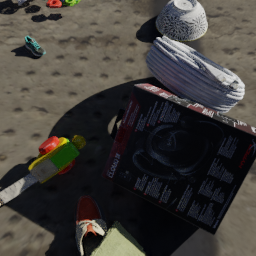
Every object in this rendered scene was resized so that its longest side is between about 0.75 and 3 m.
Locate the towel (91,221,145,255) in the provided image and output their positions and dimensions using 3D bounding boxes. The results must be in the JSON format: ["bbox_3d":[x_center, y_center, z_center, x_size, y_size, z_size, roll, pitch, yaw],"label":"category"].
[{"bbox_3d":[-0.207,2.550,5.530,0.945,0.232,1.274,46,33,2],"label":"towel"}]

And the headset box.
[{"bbox_3d":[0.959,0.487,6.047,2.960,2.203,1.143,24,17,15],"label":"headset box"}]

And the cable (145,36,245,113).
[{"bbox_3d":[1.749,-1.417,7.314,2.678,0.927,2.679,41,25,26],"label":"cable"}]

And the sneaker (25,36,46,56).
[{"bbox_3d":[-3.061,-2.680,9.121,0.917,0.418,0.356,33,64,18],"label":"sneaker"}]

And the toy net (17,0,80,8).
[{"bbox_3d":[-3.153,-4.762,10.396,2.753,0.532,1.444,-3,61,0],"label":"toy net"}]

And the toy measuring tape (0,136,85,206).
[{"bbox_3d":[-2.112,0.929,6.772,2.536,0.933,0.933,-34,63,0],"label":"toy measuring tape"}]

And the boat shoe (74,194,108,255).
[{"bbox_3d":[-0.760,2.315,5.892,0.722,0.635,2.028,-11,58,-6],"label":"boat shoe"}]

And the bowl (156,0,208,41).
[{"bbox_3d":[1.902,-3.935,9.643,1.840,0.863,1.840,0,58,1],"label":"bowl"}]
